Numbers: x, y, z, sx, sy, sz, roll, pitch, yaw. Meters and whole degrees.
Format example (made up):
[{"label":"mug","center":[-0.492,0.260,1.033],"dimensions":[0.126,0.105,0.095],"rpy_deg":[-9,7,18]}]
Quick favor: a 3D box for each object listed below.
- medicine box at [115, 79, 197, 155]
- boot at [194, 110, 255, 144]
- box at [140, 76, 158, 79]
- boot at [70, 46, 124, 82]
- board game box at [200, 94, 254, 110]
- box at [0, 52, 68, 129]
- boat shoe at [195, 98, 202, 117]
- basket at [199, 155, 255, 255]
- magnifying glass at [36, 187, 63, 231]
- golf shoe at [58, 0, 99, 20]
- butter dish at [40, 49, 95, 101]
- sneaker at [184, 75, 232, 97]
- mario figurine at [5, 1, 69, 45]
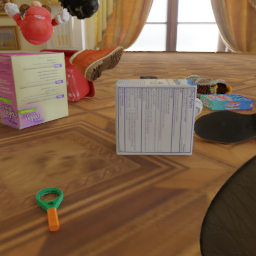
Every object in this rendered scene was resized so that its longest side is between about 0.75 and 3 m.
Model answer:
[{"label":"medicine box","center":[0.619,-0.283,6.699],"dimensions":[1.824,1.661,0.939],"rpy_deg":[0,19,0]},{"label":"boot","center":[2.951,0.005,7.647],"dimensions":[2.419,0.890,0.913],"rpy_deg":[-4,-11,-1]},{"label":"box","center":[1.077,-2.373,14.605],"dimensions":[0.881,0.526,0.896],"rpy_deg":[0,19,0]},{"label":"boot","center":[-0.703,-1.703,6.664],"dimensions":[0.770,0.539,1.437],"rpy_deg":[35,48,17]},{"label":"board game box","center":[3.799,-1.021,10.892],"dimensions":[1.612,0.363,1.226],"rpy_deg":[-3,19,-7]},{"label":"box","center":[-3.003,-1.281,8.880],"dimensions":[1.033,2.137,1.880],"rpy_deg":[13,23,35]},{"label":"boat shoe","center":[1.176,-0.285,8.265],"dimensions":[2.537,0.933,0.847],"rpy_deg":[-12,41,-15]},{"label":"basket","center":[2.165,1.401,1.595],"dimensions":[2.481,1.871,2.752],"rpy_deg":[13,17,-24]},{"label":"magnifying glass","center":[-1.249,1.283,4.552],"dimensions":[0.443,0.125,1.113],"rpy_deg":[-6,18,-18]},{"label":"golf shoe","center":[-1.111,-3.166,6.003],"dimensions":[1.190,0.979,2.519],"rpy_deg":[-31,51,-16]},{"label":"butter dish","center":[-2.711,-1.893,11.443],"dimensions":[2.248,2.241,1.661],"rpy_deg":[7,43,17]},{"label":"sneaker","center":[3.403,-1.795,12.294],"dimensions":[2.408,0.937,0.989],"rpy_deg":[-3,20,-8]},{"label":"mario figurine","center":[-2.865,-3.640,8.840],"dimensions":[1.593,1.368,2.581],"rpy_deg":[-36,36,3]}]
